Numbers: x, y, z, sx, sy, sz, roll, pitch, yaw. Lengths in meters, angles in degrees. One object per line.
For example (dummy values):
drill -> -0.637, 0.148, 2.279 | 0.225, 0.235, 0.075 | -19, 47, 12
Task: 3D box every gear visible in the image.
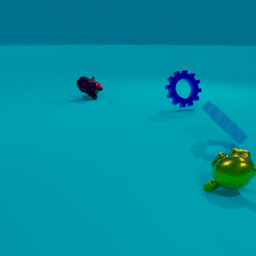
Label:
gear -> 1.830, -1.291, 9.247 | 1.223, 1.223, 0.226 | -5, 0, -15
gear -> 2.073, -0.122, 6.054 | 1.127, 0.208, 1.127 | 43, 10, -10

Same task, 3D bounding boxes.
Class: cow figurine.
cow figurine -> -1.550, -1.688, 11.075 | 1.358, 0.745, 1.336 | 24, 15, -46

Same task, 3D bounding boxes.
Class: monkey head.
monkey head -> 1.672, 0.722, 4.339 | 1.028, 0.739, 0.619 | -24, 31, 23
